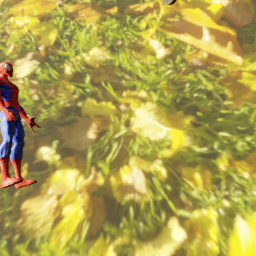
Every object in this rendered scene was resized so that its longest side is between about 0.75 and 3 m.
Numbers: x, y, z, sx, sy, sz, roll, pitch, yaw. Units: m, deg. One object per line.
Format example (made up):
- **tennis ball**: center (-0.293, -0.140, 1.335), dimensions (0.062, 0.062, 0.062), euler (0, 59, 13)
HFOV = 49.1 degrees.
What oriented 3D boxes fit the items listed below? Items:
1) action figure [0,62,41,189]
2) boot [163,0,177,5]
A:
- **action figure**: center (-2.169, -0.145, 5.291), dimensions (0.636, 0.805, 2.461), euler (-19, 75, 10)
- **boot**: center (1.312, -3.651, 7.014), dimensions (1.080, 0.525, 1.434), euler (5, 78, -41)
